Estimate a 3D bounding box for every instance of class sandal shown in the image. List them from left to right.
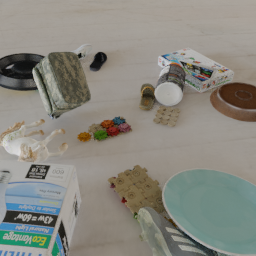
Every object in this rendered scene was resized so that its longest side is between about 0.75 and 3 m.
[{"bbox_3d":[-1.363,-3.198,13.107,0.630,0.355,1.656,4,40,5],"label":"sandal"},{"bbox_3d":[0.745,-1.292,10.743,0.652,0.438,1.623,3,41,7],"label":"sandal"}]

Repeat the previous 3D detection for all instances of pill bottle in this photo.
[{"bbox_3d":[1.699,-1.813,10.905,1.045,1.045,1.967,9,41,11],"label":"pill bottle"}]

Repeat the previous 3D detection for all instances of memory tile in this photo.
[{"bbox_3d":[1.380,-0.433,9.975,0.824,0.090,1.075,11,42,17],"label":"memory tile"}]

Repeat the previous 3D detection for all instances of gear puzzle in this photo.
[{"bbox_3d":[-0.836,0.022,9.329,1.826,0.239,0.946,-18,43,-20],"label":"gear puzzle"},{"bbox_3d":[0.498,1.888,7.109,1.149,0.291,2.218,-22,48,-27],"label":"gear puzzle"}]

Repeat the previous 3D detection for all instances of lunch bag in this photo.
[{"bbox_3d":[-2.312,-1.378,9.313,1.580,1.883,1.312,-20,1,42],"label":"lunch bag"}]

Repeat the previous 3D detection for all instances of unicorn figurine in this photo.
[{"bbox_3d":[-2.726,0.501,8.036,2.824,1.043,1.940,1,23,36],"label":"unicorn figurine"}]

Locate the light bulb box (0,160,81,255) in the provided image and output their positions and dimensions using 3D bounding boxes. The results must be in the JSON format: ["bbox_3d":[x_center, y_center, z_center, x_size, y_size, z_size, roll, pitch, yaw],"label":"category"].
[{"bbox_3d":[-2.405,2.037,5.934,2.315,1.457,2.335,3,41,4],"label":"light bulb box"}]

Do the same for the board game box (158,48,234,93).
[{"bbox_3d":[2.903,-2.638,12.316,1.822,0.499,2.886,-21,44,-24],"label":"board game box"}]

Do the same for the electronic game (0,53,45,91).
[{"bbox_3d":[-4.353,-2.426,11.953,2.937,0.611,2.937,6,38,-4],"label":"electronic game"}]

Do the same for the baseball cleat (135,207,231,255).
[{"bbox_3d":[1.257,2.587,5.923,1.324,0.868,2.488,-18,52,-29],"label":"baseball cleat"}]

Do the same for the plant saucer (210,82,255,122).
[{"bbox_3d":[4.329,-1.100,10.571,2.363,0.407,2.363,0,39,0],"label":"plant saucer"}]

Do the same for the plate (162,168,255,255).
[{"bbox_3d":[2.205,1.914,6.613,2.860,0.365,2.860,5,27,-2],"label":"plate"}]

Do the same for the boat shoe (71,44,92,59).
[{"bbox_3d":[-2.270,-3.556,13.508,1.467,0.539,0.490,-34,63,-21],"label":"boat shoe"}]
